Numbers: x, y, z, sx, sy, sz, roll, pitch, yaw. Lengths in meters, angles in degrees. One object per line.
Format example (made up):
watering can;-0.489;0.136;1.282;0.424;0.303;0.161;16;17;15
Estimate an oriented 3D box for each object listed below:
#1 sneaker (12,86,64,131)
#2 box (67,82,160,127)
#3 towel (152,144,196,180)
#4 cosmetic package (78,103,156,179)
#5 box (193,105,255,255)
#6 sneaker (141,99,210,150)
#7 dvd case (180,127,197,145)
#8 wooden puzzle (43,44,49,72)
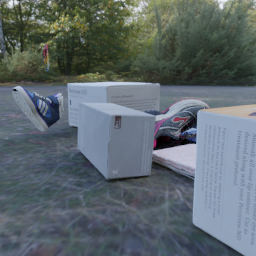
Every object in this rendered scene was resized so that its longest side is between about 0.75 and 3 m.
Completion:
sneaker;-2.621;-0.854;8.600;0.680;1.688;1.236;10;49;37
box;-0.536;-0.837;10.332;2.515;1.644;2.502;-9;14;-40
towel;1.540;0.691;6.069;1.588;0.268;1.662;-7;13;-32
cosmetic package;-0.386;0.147;6.216;1.072;1.270;2.377;-1;12;-26
box;2.533;0.636;2.916;2.244;1.567;2.948;-7;13;-33
sneaker;1.235;0.022;7.541;2.665;1.074;0.995;-19;52;-25
dvd case;1.926;0.196;8.761;1.861;0.229;2.608;-9;14;-34
wooden puzzle;-3.131;-2.697;10.765;0.099;0.833;1.405;-3;32;-9
